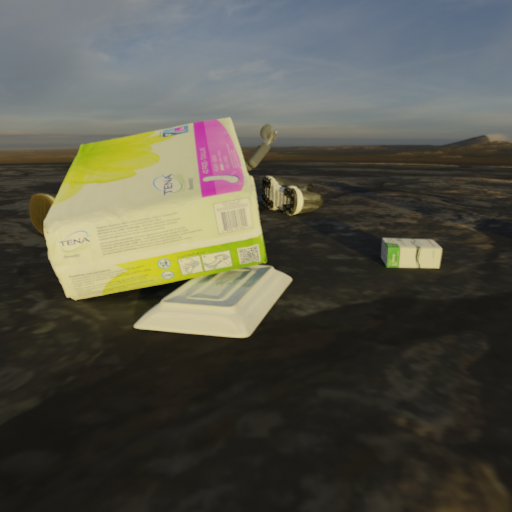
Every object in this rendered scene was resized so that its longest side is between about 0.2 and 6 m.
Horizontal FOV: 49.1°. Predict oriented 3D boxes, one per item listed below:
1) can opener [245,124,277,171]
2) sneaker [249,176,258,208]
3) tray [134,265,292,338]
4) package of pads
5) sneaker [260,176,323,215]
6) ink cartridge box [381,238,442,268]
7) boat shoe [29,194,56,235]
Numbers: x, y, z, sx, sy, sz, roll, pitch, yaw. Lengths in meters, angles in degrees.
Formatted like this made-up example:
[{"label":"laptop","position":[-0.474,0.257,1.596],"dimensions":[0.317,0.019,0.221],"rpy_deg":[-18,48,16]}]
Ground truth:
[{"label":"can opener","position":[0.064,-2.602,13.266],"dimensions":[0.369,0.463,1.383],"rpy_deg":[-23,27,49]},{"label":"sneaker","position":[-0.981,-1.856,17.006],"dimensions":[1.011,1.345,2.700],"rpy_deg":[10,18,35]},{"label":"tray","position":[-0.502,0.544,8.528],"dimensions":[1.608,0.332,2.995],"rpy_deg":[4,13,14]},{"label":"package of pads","position":[-1.771,-1.072,9.937],"dimensions":[3.289,1.452,4.257],"rpy_deg":[-12,29,-3]},{"label":"sneaker","position":[1.187,-1.962,18.335],"dimensions":[1.441,1.059,3.186],"rpy_deg":[-2,16,-21]},{"label":"ink cartridge box","position":[3.009,-0.055,10.933],"dimensions":[1.020,0.424,0.748],"rpy_deg":[1,16,4]},{"label":"boat shoe","position":[-4.587,-0.955,13.808],"dimensions":[2.827,1.010,0.929],"rpy_deg":[14,15,40]}]
